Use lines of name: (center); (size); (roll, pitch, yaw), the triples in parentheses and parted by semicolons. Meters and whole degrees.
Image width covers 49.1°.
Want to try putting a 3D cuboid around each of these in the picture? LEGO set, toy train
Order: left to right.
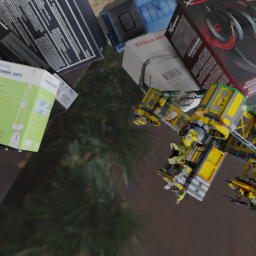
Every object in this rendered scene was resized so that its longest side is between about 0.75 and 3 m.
toy train: (0.694, -3.219, 8.187); (2.991, 1.296, 1.709); (-23, 6, 6)
LEGO set: (1.054, 0.460, 4.692); (1.641, 2.178, 2.832); (-60, 30, -6)

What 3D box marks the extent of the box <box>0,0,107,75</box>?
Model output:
box: (-2.122, -2.732, 7.541); (2.352, 2.371, 1.461); (-17, 34, 15)

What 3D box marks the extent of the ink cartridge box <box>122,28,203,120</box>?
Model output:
ink cartridge box: (1.008, -1.389, 6.857); (1.458, 0.849, 2.016); (-25, 63, -24)

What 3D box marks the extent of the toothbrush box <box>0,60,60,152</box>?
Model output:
toothbrush box: (-1.745, -0.343, 4.428); (0.898, 0.531, 1.234); (13, 85, 14)

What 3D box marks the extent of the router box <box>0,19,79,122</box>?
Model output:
router box: (-2.278, -0.989, 5.884); (2.060, 1.620, 0.538); (44, 51, -20)

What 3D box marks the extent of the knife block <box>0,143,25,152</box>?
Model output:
knife block: (-2.994, -0.365, 5.459); (2.524, 2.216, 0.808); (36, 40, -28)

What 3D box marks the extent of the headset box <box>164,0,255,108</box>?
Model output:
headset box: (2.396, -1.577, 6.006); (2.033, 1.026, 2.736); (-21, 72, -19)
